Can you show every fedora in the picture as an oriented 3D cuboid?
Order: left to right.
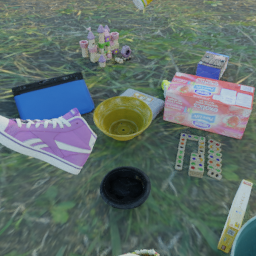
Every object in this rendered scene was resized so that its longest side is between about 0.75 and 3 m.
[{"bbox_3d":[-0.036,1.621,7.197,1.335,0.610,1.335,-8,47,9],"label":"fedora"}]

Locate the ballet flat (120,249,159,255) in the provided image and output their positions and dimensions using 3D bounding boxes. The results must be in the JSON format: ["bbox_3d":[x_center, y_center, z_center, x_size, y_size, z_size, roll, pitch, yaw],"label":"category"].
[{"bbox_3d":[-0.496,2.917,5.627,2.608,0.834,0.986,-10,40,-10],"label":"ballet flat"}]

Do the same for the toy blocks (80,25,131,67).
[{"bbox_3d":[-1.049,-3.973,12.869,1.772,1.596,1.896,-29,49,-29],"label":"toy blocks"}]

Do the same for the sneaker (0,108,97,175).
[{"bbox_3d":[-1.616,-0.023,5.549,2.156,1.229,0.781,29,4,-33],"label":"sneaker"}]

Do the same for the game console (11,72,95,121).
[{"bbox_3d":[-2.882,-1.111,10.645,2.603,1.540,2.222,-17,13,-19],"label":"game console"}]

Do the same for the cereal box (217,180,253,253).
[{"bbox_3d":[2.498,2.025,6.495,0.280,1.019,1.417,21,46,22],"label":"cereal box"}]

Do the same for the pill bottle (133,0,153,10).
[{"bbox_3d":[0.617,-4.187,8.725,0.920,0.511,0.511,-42,50,-2],"label":"pill bottle"}]

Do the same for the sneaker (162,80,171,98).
[{"bbox_3d":[1.713,-1.523,10.945,0.647,0.467,1.232,-2,40,-3],"label":"sneaker"}]

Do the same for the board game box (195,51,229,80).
[{"bbox_3d":[3.657,-2.684,12.140,1.017,0.618,1.276,20,46,21],"label":"board game box"}]

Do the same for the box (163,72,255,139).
[{"bbox_3d":[2.691,-0.795,9.495,2.684,1.271,1.377,15,43,16],"label":"box"}]

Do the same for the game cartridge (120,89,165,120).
[{"bbox_3d":[0.392,-0.884,10.351,1.674,0.348,1.114,23,42,24],"label":"game cartridge"}]

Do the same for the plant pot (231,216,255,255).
[{"bbox_3d":[2.892,2.991,4.903,2.494,1.671,2.494,0,42,0],"label":"plant pot"}]

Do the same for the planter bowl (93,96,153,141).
[{"bbox_3d":[-0.156,-0.158,9.115,1.875,0.781,1.875,-1,45,1],"label":"planter bowl"}]

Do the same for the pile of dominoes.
[{"bbox_3d":[2.188,0.759,8.498,1.334,0.273,1.712,9,43,11],"label":"pile of dominoes"}]
